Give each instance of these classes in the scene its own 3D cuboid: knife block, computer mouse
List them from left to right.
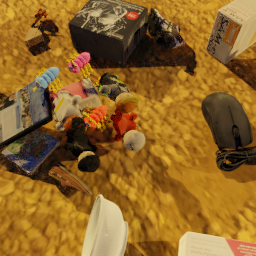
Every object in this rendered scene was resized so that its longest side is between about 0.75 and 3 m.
[{"bbox_3d":[-3.873,-3.827,11.363,1.049,0.336,0.921,-34,63,-18],"label":"knife block"},{"bbox_3d":[3.299,-0.156,8.831,1.953,0.744,2.821,-13,59,-7],"label":"computer mouse"}]

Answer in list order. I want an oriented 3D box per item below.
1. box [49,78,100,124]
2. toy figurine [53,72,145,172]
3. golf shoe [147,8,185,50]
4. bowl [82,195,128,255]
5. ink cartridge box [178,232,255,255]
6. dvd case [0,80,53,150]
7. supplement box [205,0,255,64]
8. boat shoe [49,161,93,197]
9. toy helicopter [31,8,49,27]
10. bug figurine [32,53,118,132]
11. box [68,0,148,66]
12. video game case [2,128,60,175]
[{"bbox_3d":[-1.758,-0.796,9.065,1.555,0.994,0.847,-22,57,-13],"label":"box"},{"bbox_3d":[-0.765,-0.110,7.868,2.362,2.326,1.644,-22,50,-12],"label":"toy figurine"},{"bbox_3d":[1.485,-3.954,11.267,1.064,0.875,2.251,-7,59,-24],"label":"golf shoe"},{"bbox_3d":[-0.513,2.585,6.629,0.831,1.849,1.849,16,58,-8],"label":"bowl"},{"bbox_3d":[2.040,3.842,6.145,1.886,1.066,2.575,8,58,5],"label":"ink cartridge box"},{"bbox_3d":[-3.436,-0.407,8.669,2.467,0.216,1.760,-27,57,14],"label":"dvd case"},{"bbox_3d":[4.474,-4.010,10.572,2.952,1.860,1.085,-35,65,-21],"label":"supplement box"},{"bbox_3d":[-1.642,1.562,7.941,1.477,0.531,0.502,32,67,29],"label":"boat shoe"},{"bbox_3d":[-3.727,-4.623,11.735,0.402,0.673,1.018,36,79,-20],"label":"toy helicopter"},{"bbox_3d":[-1.422,-1.257,8.605,2.741,0.705,2.126,38,66,-3],"label":"bug figurine"},{"bbox_3d":[-0.699,-3.866,10.858,2.338,1.217,2.129,22,62,14],"label":"box"},{"bbox_3d":[-3.005,0.615,8.703,1.213,0.147,1.332,31,63,17],"label":"video game case"}]
